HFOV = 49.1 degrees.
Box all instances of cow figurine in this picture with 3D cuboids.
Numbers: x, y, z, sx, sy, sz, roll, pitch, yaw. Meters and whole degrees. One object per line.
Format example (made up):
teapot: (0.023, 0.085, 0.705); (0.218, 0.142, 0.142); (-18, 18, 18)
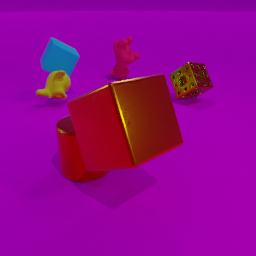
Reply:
cow figurine: (-0.284, -2.864, 11.601); (1.553, 1.578, 0.866); (-10, 23, 41)

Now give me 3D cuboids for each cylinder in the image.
cylinder: (-0.861, 0.356, 5.527); (1.023, 1.023, 1.023); (0, 25, 0)

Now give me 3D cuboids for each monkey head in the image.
monkey head: (-2.353, -1.366, 8.814); (1.045, 0.875, 1.452); (0, -2, -23)

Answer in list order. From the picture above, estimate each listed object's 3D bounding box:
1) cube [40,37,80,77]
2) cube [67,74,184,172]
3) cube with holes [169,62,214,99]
cube: (-2.327, -2.354, 9.513); (0.930, 0.930, 0.930); (21, 20, -30)
cube: (-0.045, -0.074, 4.509); (1.194, 1.194, 1.194); (-18, 3, -42)
cube with holes: (2.072, -1.537, 9.211); (0.876, 0.876, 0.876); (-6, -16, -40)
